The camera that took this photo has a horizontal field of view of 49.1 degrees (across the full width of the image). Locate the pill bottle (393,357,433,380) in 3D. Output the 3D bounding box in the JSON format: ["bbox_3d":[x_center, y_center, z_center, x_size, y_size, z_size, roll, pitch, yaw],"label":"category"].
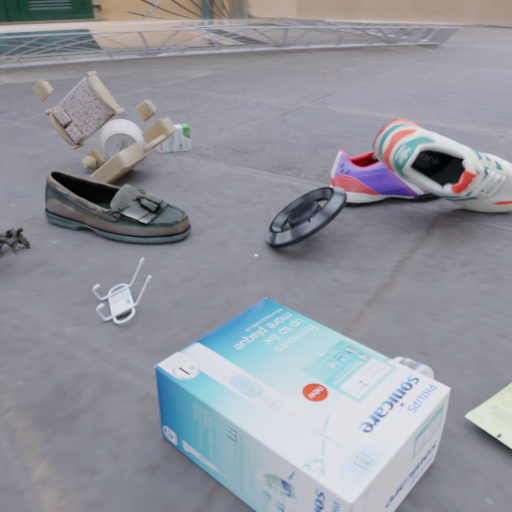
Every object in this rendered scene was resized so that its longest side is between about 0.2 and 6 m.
[{"bbox_3d":[1.806,1.372,6.566,0.291,0.291,0.511,-11,9,-20],"label":"pill bottle"}]

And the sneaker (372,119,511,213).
[{"bbox_3d":[3.901,-1.431,10.616,3.439,1.211,1.608,20,26,-16],"label":"sneaker"}]

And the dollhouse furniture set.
[{"bbox_3d":[-3.724,-3.198,12.686,2.474,2.901,1.417,-31,13,29],"label":"dollhouse furniture set"}]

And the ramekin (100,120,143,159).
[{"bbox_3d":[-3.378,-2.828,14.067,1.092,1.092,0.509,-4,40,-8],"label":"ramekin"}]

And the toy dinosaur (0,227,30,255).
[{"bbox_3d":[-4.696,-0.142,9.475,1.421,0.765,3.224,-13,27,-10],"label":"toy dinosaur"}]

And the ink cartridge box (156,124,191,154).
[{"bbox_3d":[-2.240,-3.139,14.997,0.906,0.664,0.376,-8,29,-16],"label":"ink cartridge box"}]

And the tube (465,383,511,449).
[{"bbox_3d":[3.375,1.581,6.535,2.107,0.547,0.611,-25,-2,-33],"label":"tube"}]

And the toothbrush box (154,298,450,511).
[{"bbox_3d":[0.424,1.637,5.798,2.447,1.043,1.791,25,38,36],"label":"toothbrush box"}]

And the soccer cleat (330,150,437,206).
[{"bbox_3d":[3.009,-1.793,12.029,2.977,1.090,1.015,-7,29,-15],"label":"soccer cleat"}]

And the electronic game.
[{"bbox_3d":[0.895,-0.710,10.143,1.678,0.349,1.678,-31,20,13],"label":"electronic game"}]

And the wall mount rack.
[{"bbox_3d":[-1.950,0.517,8.343,0.918,0.394,1.056,-28,33,-6],"label":"wall mount rack"}]

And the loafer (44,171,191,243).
[{"bbox_3d":[-2.730,-0.959,10.643,3.095,0.973,1.112,9,30,16],"label":"loafer"}]
